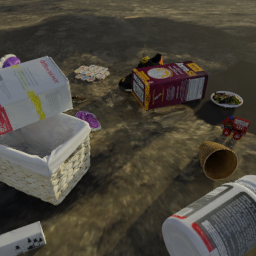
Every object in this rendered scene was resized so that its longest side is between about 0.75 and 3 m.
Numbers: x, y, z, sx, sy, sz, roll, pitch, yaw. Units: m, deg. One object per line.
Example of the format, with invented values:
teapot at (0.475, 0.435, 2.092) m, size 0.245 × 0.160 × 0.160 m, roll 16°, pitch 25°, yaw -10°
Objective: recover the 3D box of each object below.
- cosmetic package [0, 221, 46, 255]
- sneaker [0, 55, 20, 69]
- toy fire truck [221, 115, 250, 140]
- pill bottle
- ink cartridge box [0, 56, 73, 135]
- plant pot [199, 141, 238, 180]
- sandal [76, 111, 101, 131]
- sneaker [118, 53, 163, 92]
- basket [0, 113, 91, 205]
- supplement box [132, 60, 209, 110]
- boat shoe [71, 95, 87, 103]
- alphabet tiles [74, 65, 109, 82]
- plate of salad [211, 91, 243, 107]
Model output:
cosmetic package at (-2.617, 2.646, 6.396) m, size 1.340 × 0.553 × 0.339 m, roll -16°, pitch 39°, yaw -19°
sneaker at (-5.349, -2.201, 12.663) m, size 1.222 × 1.181 × 2.928 m, roll 11°, pitch 45°, yaw -11°
toy fire truck at (3.752, -0.076, 9.833) m, size 0.901 × 0.757 × 0.505 m, roll 23°, pitch 43°, yaw 27°
pill bottle at (2.174, 2.143, 6.309) m, size 2.546 × 1.450 × 1.450 m, roll -21°, pitch 42°, yaw -26°
ink cartridge box at (-2.937, -0.951, 7.831) m, size 2.306 × 0.962 × 1.674 m, roll -23°, pitch 50°, yaw -21°
plant pot at (2.605, 0.852, 8.524) m, size 1.037 × 1.037 × 1.112 m, roll -4°, pitch 23°, yaw -5°
sandal at (-1.461, -0.371, 10.559) m, size 0.586 × 0.354 × 1.440 m, roll -26°, pitch 44°, yaw -30°
sneaker at (0.580, -2.628, 12.826) m, size 2.715 × 1.222 × 0.950 m, roll -30°, pitch 46°, yaw -34°
basket at (-2.675, 0.660, 8.005) m, size 2.893 × 1.785 × 1.961 m, roll 16°, pitch 40°, yaw 22°
supplement box at (1.725, -1.844, 11.792) m, size 2.808 × 1.203 × 1.549 m, roll -12°, pitch 39°, yaw -16°
boat shoe at (-2.137, -1.228, 11.746) m, size 0.794 × 0.294 × 0.293 m, roll -9°, pitch 38°, yaw -12°
alphabet tiles at (-1.798, -2.766, 13.934) m, size 1.649 × 0.120 × 1.613 m, roll 17°, pitch 41°, yaw 21°
plate of salad at (4.164, -1.271, 11.792) m, size 1.307 × 0.314 × 1.307 m, roll 0°, pitch 38°, yaw 0°
